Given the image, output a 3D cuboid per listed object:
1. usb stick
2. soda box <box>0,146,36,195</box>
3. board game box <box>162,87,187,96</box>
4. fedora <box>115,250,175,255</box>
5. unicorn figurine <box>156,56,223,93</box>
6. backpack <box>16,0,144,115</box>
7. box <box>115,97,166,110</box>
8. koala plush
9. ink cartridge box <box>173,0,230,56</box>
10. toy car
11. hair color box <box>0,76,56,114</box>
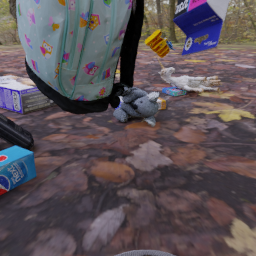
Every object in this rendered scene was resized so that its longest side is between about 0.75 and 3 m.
[{"bbox_3d":[-3.398,-0.368,6.391,2.801,0.457,0.777,40,-1,-32],"label":"usb stick"},{"bbox_3d":[-2.639,0.945,5.148,0.619,0.586,1.826,13,25,32],"label":"soda box"},{"bbox_3d":[2.104,-1.679,12.762,0.703,0.208,0.925,-11,23,-27],"label":"board game box"},{"bbox_3d":[0.171,1.894,2.252,1.613,0.823,1.823,-1,18,-6],"label":"fedora"},{"bbox_3d":[2.764,-2.087,12.506,2.980,1.100,2.047,18,0,-43],"label":"unicorn figurine"},{"bbox_3d":[-0.920,-1.793,4.898,2.318,2.778,1.758,42,45,21],"label":"backpack"},{"bbox_3d":[0.379,-0.923,10.516,1.809,0.375,1.077,-6,21,-20],"label":"box"},{"bbox_3d":[0.456,-0.719,8.853,1.279,1.235,1.392,0,13,-36],"label":"koala plush"},{"bbox_3d":[1.229,-2.328,4.305,0.424,2.285,1.082,11,4,-18],"label":"ink cartridge box"},{"bbox_3d":[1.441,-3.262,8.298,2.849,0.948,1.397,-49,35,-2],"label":"toy car"},{"bbox_3d":[-4.393,-1.394,10.966,2.953,0.957,1.614,15,25,31],"label":"hair color box"}]
